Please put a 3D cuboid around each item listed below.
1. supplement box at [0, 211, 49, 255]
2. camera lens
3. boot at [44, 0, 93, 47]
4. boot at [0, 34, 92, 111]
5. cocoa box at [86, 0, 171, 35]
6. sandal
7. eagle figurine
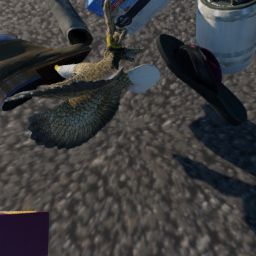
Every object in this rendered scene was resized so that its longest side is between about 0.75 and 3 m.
[{"bbox_3d":[-1.865,1.550,4.106,0.800,1.451,0.621,12,70,-43],"label":"supplement box"},{"bbox_3d":[2.381,-2.402,6.720,1.451,1.814,1.451,-6,49,7],"label":"camera lens"},{"bbox_3d":[-2.106,-3.555,7.843,0.882,2.210,2.430,-28,74,25],"label":"boot"},{"bbox_3d":[-2.032,-1.629,6.106,1.431,1.103,2.953,45,40,-2],"label":"boot"},{"bbox_3d":[-0.036,-4.223,7.593,1.634,1.661,2.490,18,58,-36],"label":"cocoa box"},{"bbox_3d":[1.740,-1.170,6.052,2.701,0.646,1.015,40,45,-11],"label":"sandal"},{"bbox_3d":[-0.786,-0.749,5.179,1.854,1.864,2.456,-3,49,47],"label":"eagle figurine"}]
